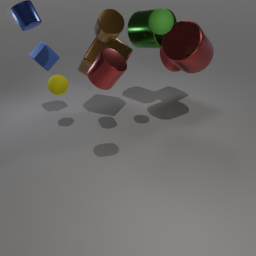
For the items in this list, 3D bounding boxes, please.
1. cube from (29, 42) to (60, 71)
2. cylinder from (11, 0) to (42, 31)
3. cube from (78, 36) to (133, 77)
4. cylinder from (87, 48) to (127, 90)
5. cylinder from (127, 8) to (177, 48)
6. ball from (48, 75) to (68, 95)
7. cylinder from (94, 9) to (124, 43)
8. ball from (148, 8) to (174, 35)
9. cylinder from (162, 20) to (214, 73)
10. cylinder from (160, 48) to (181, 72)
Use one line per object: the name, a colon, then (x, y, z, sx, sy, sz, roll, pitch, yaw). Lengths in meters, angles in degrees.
cube: (-3.122, -2.679, 10.457, 0.700, 0.700, 0.700, -50, 43, -4)
cylinder: (-3.229, -3.568, 8.910, 0.700, 0.700, 0.700, -24, 16, 7)
cube: (-0.906, -2.612, 10.793, 1.400, 1.400, 1.400, 31, -16, -13)
cylinder: (-0.490, -1.369, 6.556, 0.700, 0.700, 0.700, 23, 45, -25)
cylinder: (0.939, -3.802, 10.798, 1.400, 1.400, 1.400, -27, 30, -37)
ball: (-2.429, -1.494, 9.740, 0.700, 0.700, 0.700, 0, 31, 0)
cylinder: (-0.519, -2.771, 7.641, 0.700, 0.700, 0.700, -9, 3, -15)
ball: (0.918, -2.968, 7.800, 0.700, 0.700, 0.700, 0, 31, 0)
cylinder: (2.083, -2.755, 9.675, 1.400, 1.400, 1.400, 22, 5, 32)
cylinder: (2.297, -3.207, 11.732, 1.400, 1.400, 1.400, -27, 40, -34)
